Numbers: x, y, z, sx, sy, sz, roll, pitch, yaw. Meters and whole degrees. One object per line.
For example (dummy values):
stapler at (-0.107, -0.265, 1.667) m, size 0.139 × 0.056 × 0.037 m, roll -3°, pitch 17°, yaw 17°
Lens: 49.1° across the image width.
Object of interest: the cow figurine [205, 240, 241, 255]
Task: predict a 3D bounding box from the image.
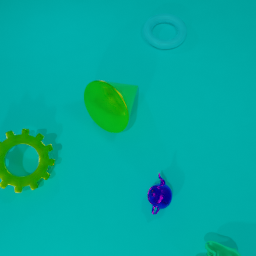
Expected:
cow figurine at (2.303, 3.428, 6.126) m, size 1.595 × 0.890 × 1.621 m, roll 9°, pitch 47°, yaw 34°

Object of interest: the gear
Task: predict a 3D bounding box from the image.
gear at (-2.857, 0.870, 7.574) m, size 1.677 × 0.310 × 1.677 m, roll 2°, pitch 84°, yaw -17°

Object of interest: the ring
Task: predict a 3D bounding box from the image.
ring at (1.313, -3.461, 9.980) m, size 1.561 × 0.312 × 1.561 m, roll -1°, pitch 65°, yaw 1°

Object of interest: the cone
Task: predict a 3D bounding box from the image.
cone at (-0.166, -0.963, 8.492) m, size 1.658 × 1.658 × 1.664 m, roll 37°, pitch 48°, yaw 16°

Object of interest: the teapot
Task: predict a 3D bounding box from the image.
teapot at (0.800, 1.732, 7.320) m, size 0.680 × 0.535 × 1.093 m, roll 6°, pitch 79°, yaw 45°
